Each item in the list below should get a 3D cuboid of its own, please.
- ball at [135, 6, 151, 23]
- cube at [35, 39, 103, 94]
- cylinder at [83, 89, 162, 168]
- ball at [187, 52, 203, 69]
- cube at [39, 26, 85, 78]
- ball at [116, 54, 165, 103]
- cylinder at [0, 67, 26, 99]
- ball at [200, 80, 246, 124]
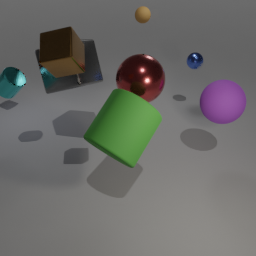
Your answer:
[{"bbox_3d":[0.650,-4.981,12.341,0.700,0.700,0.700,0,32,0],"label":"ball"},{"bbox_3d":[-1.861,-1.992,9.055,1.400,1.400,1.400,-7,11,28],"label":"cube"},{"bbox_3d":[-0.118,0.014,6.724,1.400,1.400,1.400,25,78,34],"label":"cylinder"},{"bbox_3d":[2.842,-2.849,11.888,0.700,0.700,0.700,0,32,0],"label":"ball"},{"bbox_3d":[-1.350,-1.553,5.820,0.700,0.700,0.700,-8,73,12],"label":"cube"},{"bbox_3d":[0.355,-1.378,7.941,1.400,1.400,1.400,0,32,0],"label":"ball"},{"bbox_3d":[-3.528,-1.346,8.366,0.700,0.700,0.700,-34,14,34],"label":"cylinder"},{"bbox_3d":[2.989,-0.824,8.868,1.400,1.400,1.400,0,32,0],"label":"ball"}]
